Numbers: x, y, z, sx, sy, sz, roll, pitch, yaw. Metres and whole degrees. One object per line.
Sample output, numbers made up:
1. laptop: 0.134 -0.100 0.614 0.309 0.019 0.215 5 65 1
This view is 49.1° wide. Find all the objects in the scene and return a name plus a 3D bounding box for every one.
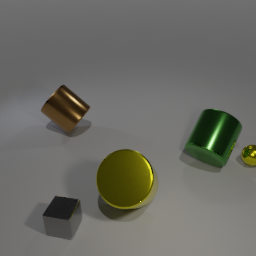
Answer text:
1. cylinder: 2.756 0.323 9.079 1.400 1.400 1.400 20 72 32
2. cylinder: 0.035 1.355 7.217 1.400 1.400 1.400 7 -14 13
3. ball: 4.103 0.891 9.233 0.700 0.700 0.700 0 29 0
4. cube: -1.606 2.214 6.957 0.700 0.700 0.700 6 30 11
5. cylinder: -2.432 -0.741 10.998 1.400 1.400 1.400 40 30 -9
